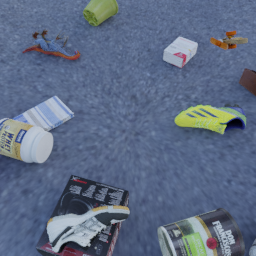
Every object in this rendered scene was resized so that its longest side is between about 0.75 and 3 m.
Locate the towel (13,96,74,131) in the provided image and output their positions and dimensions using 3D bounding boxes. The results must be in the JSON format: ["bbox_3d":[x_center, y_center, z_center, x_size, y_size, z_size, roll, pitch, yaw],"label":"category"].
[{"bbox_3d":[-3.315,-0.448,11.006,2.001,0.238,1.470,-33,57,-23],"label":"towel"}]

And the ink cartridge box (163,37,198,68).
[{"bbox_3d":[2.490,-3.611,13.301,1.064,0.617,1.441,31,55,22],"label":"ink cartridge box"}]

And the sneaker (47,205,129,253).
[{"bbox_3d":[-0.941,2.577,7.106,2.111,0.798,0.925,-13,64,-3],"label":"sneaker"}]

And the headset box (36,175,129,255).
[{"bbox_3d":[-1.218,2.812,7.912,1.874,0.946,2.521,13,52,10],"label":"headset box"}]

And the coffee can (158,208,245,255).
[{"bbox_3d":[1.888,3.057,7.458,1.851,1.355,1.355,-14,52,-10],"label":"coffee can"}]

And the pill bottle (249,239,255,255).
[{"bbox_3d":[4.002,3.242,7.421,1.194,1.194,2.098,34,59,24],"label":"pill bottle"}]

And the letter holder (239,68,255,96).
[{"bbox_3d":[5.478,-1.987,11.810,0.642,0.907,1.276,-26,55,-19],"label":"letter holder"}]

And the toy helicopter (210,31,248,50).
[{"bbox_3d":[2.761,-2.348,7.566,0.795,0.474,1.202,-10,18,-8],"label":"toy helicopter"}]

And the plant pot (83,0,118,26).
[{"bbox_3d":[-1.583,-6.348,15.073,1.584,1.584,1.457,29,67,22],"label":"plant pot"}]

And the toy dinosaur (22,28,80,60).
[{"bbox_3d":[-3.479,-3.808,13.530,2.241,2.470,1.297,48,29,4],"label":"toy dinosaur"}]

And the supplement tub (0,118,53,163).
[{"bbox_3d":[-3.612,0.455,9.600,1.759,1.270,1.270,14,53,12],"label":"supplement tub"}]

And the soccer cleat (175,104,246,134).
[{"bbox_3d":[3.120,-0.269,10.481,2.664,0.861,1.114,-5,59,-3],"label":"soccer cleat"}]
